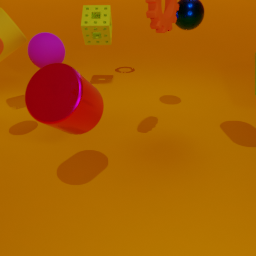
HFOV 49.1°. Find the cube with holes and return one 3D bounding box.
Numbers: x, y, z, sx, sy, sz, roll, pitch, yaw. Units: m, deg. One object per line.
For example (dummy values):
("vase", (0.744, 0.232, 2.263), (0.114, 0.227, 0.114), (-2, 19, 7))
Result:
("cube with holes", (-1.152, -3.865, 10.563), (1.003, 1.003, 1.003), (0, 65, 1))

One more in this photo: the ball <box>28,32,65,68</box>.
("ball", (-2.445, -2.303, 8.426), (1.081, 1.081, 1.081), (0, 28, 0))

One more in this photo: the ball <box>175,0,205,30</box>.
("ball", (1.668, -3.150, 7.732), (0.863, 0.863, 0.863), (0, 28, 0))

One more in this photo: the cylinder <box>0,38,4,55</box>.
("cylinder", (-3.191, -1.915, 5.956), (0.770, 0.770, 0.770), (-2, 65, 4))

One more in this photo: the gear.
("gear", (0.698, -2.459, 5.529), (0.200, 1.084, 1.084), (12, 30, 31))

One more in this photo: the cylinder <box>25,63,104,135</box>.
("cylinder", (-1.064, -0.464, 4.884), (1.020, 1.020, 1.020), (9, -9, 17))

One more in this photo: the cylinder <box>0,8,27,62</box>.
("cylinder", (-3.822, -2.729, 8.299), (1.151, 1.151, 1.151), (-41, 39, -7))
